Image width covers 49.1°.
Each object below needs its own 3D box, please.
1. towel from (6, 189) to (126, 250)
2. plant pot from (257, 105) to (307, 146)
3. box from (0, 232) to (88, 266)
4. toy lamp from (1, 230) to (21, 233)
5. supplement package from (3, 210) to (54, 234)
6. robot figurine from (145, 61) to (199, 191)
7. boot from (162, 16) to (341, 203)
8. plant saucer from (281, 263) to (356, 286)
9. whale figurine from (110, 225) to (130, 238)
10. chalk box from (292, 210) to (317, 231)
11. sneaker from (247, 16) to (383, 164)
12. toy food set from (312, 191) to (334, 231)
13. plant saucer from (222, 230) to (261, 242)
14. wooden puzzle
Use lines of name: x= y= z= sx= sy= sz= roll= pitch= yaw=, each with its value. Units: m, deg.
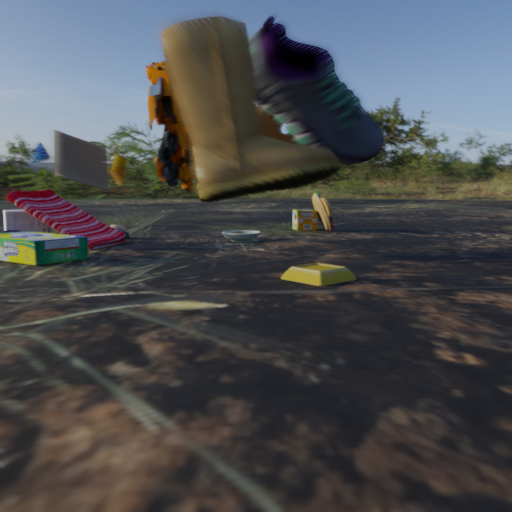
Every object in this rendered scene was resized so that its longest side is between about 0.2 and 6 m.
towel: x=-4.384 y=-0.890 z=13.100 sx=2.400 sy=0.270 sz=1.735 roll=30 pitch=14 yaw=8
plant pot: x=0.402 y=-3.252 z=13.455 sx=2.378 sy=2.378 sz=1.665 roll=-3 pitch=29 yaw=-22
box: x=-4.430 y=-0.184 z=10.930 sx=2.095 sy=0.507 sz=1.229 roll=3 pitch=7 yaw=33
toy lamp: x=-5.369 y=-0.371 z=12.253 sx=0.437 sy=0.437 sz=1.502 roll=-5 pitch=2 yaw=-31
supplement package: x=-5.533 y=-0.713 z=13.633 sx=1.081 sy=0.814 sz=0.820 roll=-4 pitch=8 yaw=-27
robot figurine: x=-1.665 y=-2.736 z=12.102 sx=0.777 sy=2.670 sz=1.936 roll=3 pitch=12 yaw=26
boot: x=-0.061 y=-1.923 z=7.060 sx=1.938 sy=2.213 sz=0.732 roll=-10 pitch=-5 yaw=-7
plant saucer: x=0.958 y=0.265 z=8.596 sx=0.857 sy=0.208 sz=0.857 roll=-7 pitch=9 yaw=-42
whale figurine: x=-3.602 y=-0.577 z=14.770 sx=0.551 sy=0.359 sz=0.692 roll=8 pitch=-14 yaw=17
chalk box: x=1.481 y=-1.122 z=17.425 sx=0.643 sy=0.639 sz=1.030 roll=-1 pitch=8 yaw=-9
sneaker: x=1.085 y=-2.574 z=9.192 sx=3.238 sy=1.205 sz=1.417 roll=24 pitch=-19 yaw=-24
toy food set: x=2.030 y=-1.358 z=16.907 sx=0.313 sy=1.287 sz=1.274 roll=-24 pitch=39 yaw=0
plant saucer: x=-0.372 y=-0.490 z=14.145 sx=0.974 sy=0.244 sz=0.974 roll=1 pitch=7 yaw=0
wooden puzzle: x=-3.524 y=-1.885 z=11.300 sx=1.954 sy=1.318 sz=0.228 roll=22 pitch=-44 yaw=-37
